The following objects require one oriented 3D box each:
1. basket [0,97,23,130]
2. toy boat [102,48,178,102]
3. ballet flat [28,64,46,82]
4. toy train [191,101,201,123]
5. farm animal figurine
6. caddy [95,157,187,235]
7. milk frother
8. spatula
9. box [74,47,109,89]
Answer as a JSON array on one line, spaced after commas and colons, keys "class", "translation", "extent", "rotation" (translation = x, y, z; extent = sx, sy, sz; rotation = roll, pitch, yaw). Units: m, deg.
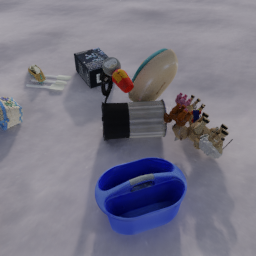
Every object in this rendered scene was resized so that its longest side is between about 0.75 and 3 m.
[{"class": "basket", "translation": [-4.878, -0.569, 10.503], "extent": [1.555, 1.082, 1.371], "rotation": [-24, 48, -37]}, {"class": "toy boat", "translation": [0.447, -1.894, 9.792], "extent": [2.861, 2.405, 1.330], "rotation": [-12, 58, -47]}, {"class": "ballet flat", "translation": [-4.318, -2.718, 13.206], "extent": [0.568, 0.521, 1.655], "rotation": [-28, 46, -24]}, {"class": "toy train", "translation": [2.434, -0.579, 9.872], "extent": [0.345, 0.816, 0.472], "rotation": [0, 11, 24]}, {"class": "farm animal figurine", "translation": [2.278, 0.008, 9.654], "extent": [2.507, 1.322, 2.535], "rotation": [40, 27, 16]}, {"class": "caddy", "translation": [0.357, 1.770, 7.792], "extent": [2.551, 1.339, 1.804], "rotation": [-14, 45, -14]}, {"class": "milk frother", "translation": [0.145, -0.896, 9.942], "extent": [2.216, 2.356, 2.126], "rotation": [-4, 41, -5]}, {"class": "spatula", "translation": [-3.688, -2.159, 12.935], "extent": [1.861, 0.149, 1.294], "rotation": [7, 44, 7]}, {"class": "box", "translation": [-1.545, -2.831, 13.053], "extent": [1.337, 0.964, 1.801], "rotation": [-21, 47, -21]}]
